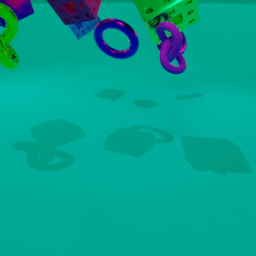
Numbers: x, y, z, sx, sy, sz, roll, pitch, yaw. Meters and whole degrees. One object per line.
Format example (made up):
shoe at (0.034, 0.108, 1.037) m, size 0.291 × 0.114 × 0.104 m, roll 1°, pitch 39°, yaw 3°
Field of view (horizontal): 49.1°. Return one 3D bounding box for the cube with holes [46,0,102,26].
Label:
cube with holes at (-1.420, -3.589, 7.526) m, size 1.021 × 1.021 × 1.021 m, roll -1°, pitch 63°, yaw 24°

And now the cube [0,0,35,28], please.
cube at (-3.632, -3.745, 8.066) m, size 1.129 × 1.129 × 1.129 m, roll 26°, pitch 53°, yaw 29°

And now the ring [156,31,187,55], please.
ring at (1.727, -3.437, 11.149) m, size 1.361 × 1.361 × 0.272 m, roll -10°, pitch -5°, yaw -19°

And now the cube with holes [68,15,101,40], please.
cube with holes at (-1.782, -4.303, 11.304) m, size 0.897 × 0.897 × 0.897 m, roll -19°, pitch 27°, yaw 35°

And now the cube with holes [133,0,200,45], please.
cube with holes at (0.872, -3.156, 6.957) m, size 1.294 × 1.294 × 1.294 m, roll -26°, pitch -14°, yaw 12°

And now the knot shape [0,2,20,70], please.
knot shape at (-3.404, -2.453, 6.998) m, size 1.888 × 1.767 × 0.872 m, roll 42°, pitch 55°, yaw 1°

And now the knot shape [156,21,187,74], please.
knot shape at (1.054, -1.827, 6.708) m, size 0.575 × 1.165 × 1.245 m, roll -9°, pitch -17°, yaw 15°

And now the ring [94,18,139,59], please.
ring at (-0.341, -2.556, 8.123) m, size 1.382 × 1.382 × 0.276 m, roll 9°, pitch 58°, yaw 17°
